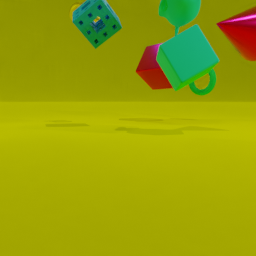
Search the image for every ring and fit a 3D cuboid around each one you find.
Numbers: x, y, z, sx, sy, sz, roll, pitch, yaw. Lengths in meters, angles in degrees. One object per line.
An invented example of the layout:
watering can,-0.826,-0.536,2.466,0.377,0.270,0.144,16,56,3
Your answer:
ring,3.121,-2.033,11.845,0.263,1.315,1.315,-6,9,-43

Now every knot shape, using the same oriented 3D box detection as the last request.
knot shape,-1.433,-3.793,9.812,1.104,0.545,1.180,20,-23,41

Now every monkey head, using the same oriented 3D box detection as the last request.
monkey head,1.351,-3.170,7.030,0.961,1.148,1.595,26,-40,-6

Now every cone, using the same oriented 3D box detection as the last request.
cone,2.848,-2.573,7.245,1.509,1.504,1.504,0,5,-27

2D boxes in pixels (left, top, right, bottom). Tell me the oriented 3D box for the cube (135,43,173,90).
cube,1.370,-2.494,11.417,1.332,1.332,1.332,3,-27,44

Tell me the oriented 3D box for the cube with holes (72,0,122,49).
cube with holes,-0.925,-3.223,8.341,1.012,1.012,1.012,-34,36,15

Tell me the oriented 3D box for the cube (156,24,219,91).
cube,1.431,-1.693,6.962,1.041,1.041,1.041,-30,-4,0
